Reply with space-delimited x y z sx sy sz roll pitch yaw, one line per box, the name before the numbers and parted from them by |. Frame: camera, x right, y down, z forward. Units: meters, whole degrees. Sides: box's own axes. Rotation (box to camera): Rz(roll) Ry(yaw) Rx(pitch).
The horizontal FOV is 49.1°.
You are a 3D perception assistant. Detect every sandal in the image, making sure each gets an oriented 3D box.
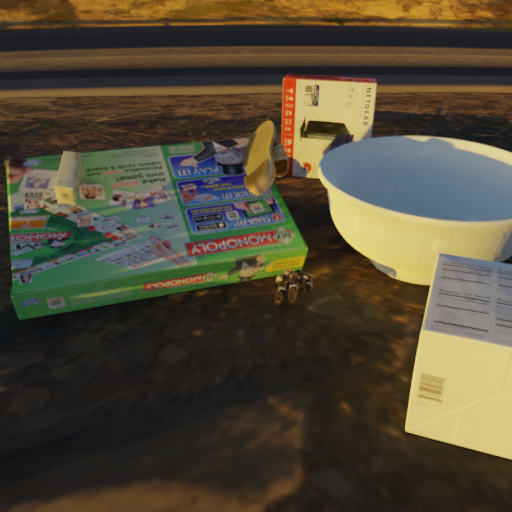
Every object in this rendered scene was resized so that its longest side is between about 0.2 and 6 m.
sandal | 0.232 -1.505 9.433 0.737 0.661 2.010 -36 29 26

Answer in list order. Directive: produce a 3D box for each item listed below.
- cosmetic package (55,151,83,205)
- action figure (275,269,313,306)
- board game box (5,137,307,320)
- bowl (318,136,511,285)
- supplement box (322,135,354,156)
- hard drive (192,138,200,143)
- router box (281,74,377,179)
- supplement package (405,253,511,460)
cosmetic package | -2.878 -1.206 8.642 0.272 0.403 0.766 4 55 -8
action figure | 0.548 0.439 8.546 0.570 0.304 0.875 3 24 20
board game box | -1.700 -0.664 9.170 4.346 0.633 2.924 -9 51 -16
bowl | 2.758 -0.651 9.102 3.591 1.614 3.591 -1 30 0
supplement box | 1.599 -1.851 10.694 0.364 0.651 1.195 2 27 21
hard drive | -1.027 -2.398 13.280 0.920 0.151 0.642 31 9 -46
router box | 1.617 -2.902 12.753 2.031 2.263 0.553 6 28 11
supplement package | 2.519 1.030 6.229 1.350 1.360 1.792 10 29 19
